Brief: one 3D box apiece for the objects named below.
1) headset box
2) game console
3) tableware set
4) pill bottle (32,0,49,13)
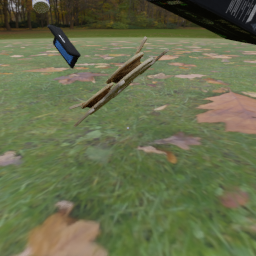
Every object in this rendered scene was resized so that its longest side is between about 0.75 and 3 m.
[{"bbox_3d":[2.164,-2.968,6.343,2.840,1.318,2.473,17,18,-20],"label":"headset box"},{"bbox_3d":[-2.858,-3.429,11.971,0.914,1.570,1.381,-39,-4,19],"label":"game console"},{"bbox_3d":[-0.344,-0.850,5.431,1.443,0.437,2.183,-42,6,-36],"label":"tableware set"},{"bbox_3d":[-2.976,-4.415,9.477,0.540,0.902,0.540,-12,-21,-5],"label":"pill bottle"}]
